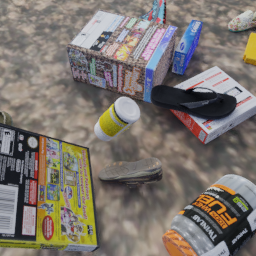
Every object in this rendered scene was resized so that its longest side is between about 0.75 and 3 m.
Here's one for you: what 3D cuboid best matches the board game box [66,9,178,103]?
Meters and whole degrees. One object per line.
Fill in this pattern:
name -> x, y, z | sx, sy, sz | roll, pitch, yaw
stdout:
board game box -> -0.139, -2.543, 9.622 | 2.998, 1.452, 2.390 | 19, 55, 14

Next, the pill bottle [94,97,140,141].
pill bottle -> -0.331, -0.194, 7.554 | 0.750, 1.313, 0.750 | 21, 50, -28

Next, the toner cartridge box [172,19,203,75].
toner cartridge box -> 2.182, -2.990, 10.275 | 0.444, 0.978, 2.058 | 19, 55, 15

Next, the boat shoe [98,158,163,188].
boat shoe -> 0.062, 1.254, 7.199 | 1.750, 0.642, 0.652 | -10, 27, 23

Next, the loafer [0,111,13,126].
loafer -> -4.394, 0.472, 7.604 | 1.118, 1.035, 2.972 | 25, 57, 18

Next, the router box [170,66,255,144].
router box -> 2.631, -0.818, 8.884 | 2.257, 0.551, 2.025 | -27, 57, -19

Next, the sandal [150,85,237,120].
sandal -> 1.914, -0.831, 8.191 | 2.539, 0.544, 0.965 | 8, 54, 6

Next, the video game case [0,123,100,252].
video game case -> -1.852, 1.281, 6.188 | 2.430, 0.343, 2.688 | 19, 40, -33

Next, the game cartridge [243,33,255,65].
game cartridge -> 5.479, -2.843, 10.612 | 1.954, 0.317, 1.722 | 19, 55, 17

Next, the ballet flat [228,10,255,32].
ballet flat -> 5.208, -4.627, 11.692 | 2.180, 0.697, 0.824 | -17, 57, -12

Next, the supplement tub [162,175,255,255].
supplement tub -> 1.907, 2.130, 6.153 | 2.201, 1.349, 1.349 | -32, 59, -22

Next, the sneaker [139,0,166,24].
sneaker -> 0.862, -4.366, 11.260 | 1.314, 1.091, 2.751 | 5, 53, 6
